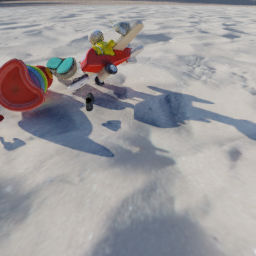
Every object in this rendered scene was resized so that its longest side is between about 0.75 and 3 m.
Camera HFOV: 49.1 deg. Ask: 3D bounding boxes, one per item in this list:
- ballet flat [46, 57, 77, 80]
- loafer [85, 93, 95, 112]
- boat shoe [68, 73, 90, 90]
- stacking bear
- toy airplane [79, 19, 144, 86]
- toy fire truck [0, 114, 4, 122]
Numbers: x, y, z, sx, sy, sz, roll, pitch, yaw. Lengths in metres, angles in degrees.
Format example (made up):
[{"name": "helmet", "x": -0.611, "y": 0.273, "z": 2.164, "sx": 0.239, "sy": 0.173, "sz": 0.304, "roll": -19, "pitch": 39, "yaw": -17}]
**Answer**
[{"name": "ballet flat", "x": -2.648, "y": -2.511, "z": 12.011, "sx": 0.980, "sy": 0.926, "sz": 2.908, "roll": -54, "pitch": 36, "yaw": -7}, {"name": "loafer", "x": -1.266, "y": -0.924, "z": 9.257, "sx": 0.302, "sy": 0.300, "sz": 0.829, "roll": -7, "pitch": 47, "yaw": -1}, {"name": "boat shoe", "x": -1.995, "y": -1.845, "z": 11.162, "sx": 1.051, "sy": 0.356, "sz": 0.377, "roll": -25, "pitch": -17, "yaw": 25}, {"name": "stacking bear", "x": -3.580, "y": -1.662, "z": 10.263, "sx": 1.562, "sy": 1.668, "sz": 2.746, "roll": -29, "pitch": 15, "yaw": 12}, {"name": "toy airplane", "x": -0.723, "y": -3.105, "z": 11.162, "sx": 2.810, "sy": 1.983, "sz": 2.798, "roll": -37, "pitch": 5, "yaw": -1}, {"name": "toy fire truck", "x": -4.027, "y": -0.066, "z": 8.211, "sx": 0.538, "sy": 0.186, "sz": 0.763, "roll": -30, "pitch": 13, "yaw": 44}]
